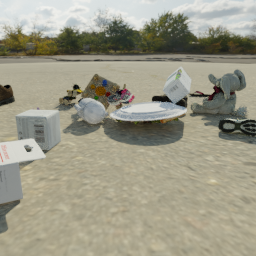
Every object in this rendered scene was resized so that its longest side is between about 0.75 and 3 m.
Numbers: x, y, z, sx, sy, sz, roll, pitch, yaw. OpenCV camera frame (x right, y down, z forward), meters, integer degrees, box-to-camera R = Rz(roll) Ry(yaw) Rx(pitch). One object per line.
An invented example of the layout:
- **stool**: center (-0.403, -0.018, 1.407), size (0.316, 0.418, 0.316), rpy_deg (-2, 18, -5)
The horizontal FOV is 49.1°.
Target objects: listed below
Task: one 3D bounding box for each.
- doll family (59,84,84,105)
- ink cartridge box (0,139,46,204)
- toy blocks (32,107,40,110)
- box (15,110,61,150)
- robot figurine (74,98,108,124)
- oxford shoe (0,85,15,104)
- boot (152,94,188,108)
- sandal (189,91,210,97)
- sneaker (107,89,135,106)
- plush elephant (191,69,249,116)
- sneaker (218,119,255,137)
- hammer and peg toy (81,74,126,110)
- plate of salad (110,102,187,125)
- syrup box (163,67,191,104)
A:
- **doll family**: center (-2.320, -1.771, 14.845), size (2.685, 1.053, 1.552), rpy_deg (7, 13, 4)
- **ink cartridge box**: center (-3.103, 0.977, 5.814), size (2.549, 0.865, 1.467), rpy_deg (-9, 19, -27)
- **toy blocks**: center (-3.454, -0.506, 11.034), size (0.825, 0.694, 0.771), rpy_deg (7, 18, 21)
- **box**: center (-2.737, 0.025, 8.649), size (1.054, 1.048, 0.902), rpy_deg (4, 17, 12)
- **robot figurine**: center (-1.475, -0.686, 11.235), size (1.362, 0.907, 1.605), rpy_deg (7, 11, -29)
- **oxford shoe**: center (-6.839, -1.657, 14.053), size (1.018, 1.183, 2.803), rpy_deg (5, 19, 10)
- **boot**: center (2.395, -1.351, 13.805), size (1.565, 0.760, 2.078), rpy_deg (-15, 16, -38)
- **sandal**: center (4.369, -2.078, 16.893), size (1.363, 0.307, 0.512), rpy_deg (4, 17, 14)
- **sneaker**: center (-0.379, -1.395, 12.145), size (1.588, 0.593, 0.640), rpy_deg (-5, 45, 49)
- **plush elephant**: center (4.257, -1.654, 12.657), size (2.505, 1.939, 2.063), rpy_deg (15, 22, 40)
- **sneaker**: center (4.066, -0.085, 9.957), size (1.570, 0.604, 0.696), rpy_deg (10, 11, 22)
- **hammer and peg toy**: center (-1.026, -1.641, 13.441), size (2.034, 1.496, 0.717), rpy_deg (26, -20, 5)
- **plate of salad**: center (0.784, -0.498, 10.871), size (2.971, 0.714, 2.971), rpy_deg (-5, 15, 1)
- **syrup box**: center (2.180, -1.908, 12.217), size (0.807, 0.834, 2.049), rpy_deg (-37, 12, 28)
